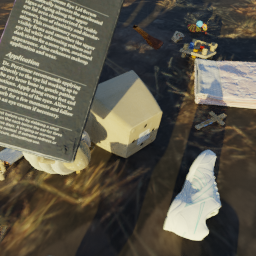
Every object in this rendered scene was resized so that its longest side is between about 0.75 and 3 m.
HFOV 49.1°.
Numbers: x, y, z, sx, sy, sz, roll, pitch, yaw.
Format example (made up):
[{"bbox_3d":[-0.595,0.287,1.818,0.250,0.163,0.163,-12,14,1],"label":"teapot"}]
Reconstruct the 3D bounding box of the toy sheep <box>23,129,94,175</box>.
[{"bbox_3d":[-1.841,0.307,6.811,2.409,1.661,1.661,31,48,29],"label":"toy sheep"}]

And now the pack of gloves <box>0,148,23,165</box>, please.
[{"bbox_3d":[-3.186,0.192,7.811,1.441,0.338,1.715,19,36,19],"label":"pack of gloves"}]

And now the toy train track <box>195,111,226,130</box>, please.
[{"bbox_3d":[2.517,-0.168,8.546,1.075,0.175,0.617,-22,51,-17],"label":"toy train track"}]

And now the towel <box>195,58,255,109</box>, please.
[{"bbox_3d":[3.832,-1.719,10.226,2.765,0.467,2.895,6,40,7],"label":"towel"}]

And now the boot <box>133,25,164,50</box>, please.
[{"bbox_3d":[0.716,-3.234,9.809,0.361,1.055,0.993,-47,31,11],"label":"boot"}]

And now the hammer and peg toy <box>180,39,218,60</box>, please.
[{"bbox_3d":[3.105,-3.350,12.108,1.262,0.605,1.716,24,35,27],"label":"hammer and peg toy"}]

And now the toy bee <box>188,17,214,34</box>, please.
[{"bbox_3d":[3.766,-5.143,14.392,1.312,0.713,0.859,-8,8,43],"label":"toy bee"}]

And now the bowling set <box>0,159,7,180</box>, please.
[{"bbox_3d":[-3.302,0.880,6.986,0.842,0.452,0.586,13,41,15],"label":"bowling set"}]

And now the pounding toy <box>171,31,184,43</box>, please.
[{"bbox_3d":[2.424,-4.428,13.799,0.471,0.472,0.823,33,52,-4],"label":"pounding toy"}]

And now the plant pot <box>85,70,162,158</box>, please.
[{"bbox_3d":[-0.073,-0.251,7.547,1.701,1.703,1.508,-30,56,-32],"label":"plant pot"}]

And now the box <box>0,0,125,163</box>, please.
[{"bbox_3d":[-1.213,-0.897,4.723,1.433,2.033,2.747,17,80,-10],"label":"box"}]

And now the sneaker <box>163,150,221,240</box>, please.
[{"bbox_3d":[1.593,1.433,6.136,0.911,0.800,2.274,23,51,18],"label":"sneaker"}]
